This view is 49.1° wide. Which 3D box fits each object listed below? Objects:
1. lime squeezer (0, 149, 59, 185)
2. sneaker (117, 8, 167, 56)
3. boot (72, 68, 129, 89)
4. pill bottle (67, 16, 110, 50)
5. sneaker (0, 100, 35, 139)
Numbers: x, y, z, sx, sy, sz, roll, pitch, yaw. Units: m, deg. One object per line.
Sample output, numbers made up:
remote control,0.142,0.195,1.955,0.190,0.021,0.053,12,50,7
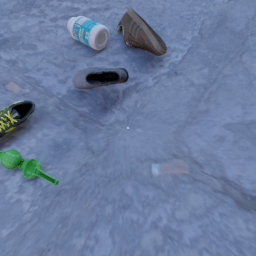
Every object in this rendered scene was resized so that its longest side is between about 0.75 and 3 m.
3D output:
lime squeezer,-2.857,0.903,7.060,2.831,1.000,0.534,22,94,12
sneaker,0.464,-3.344,10.490,1.084,1.011,2.871,-46,47,22
boot,-1.022,-1.536,8.489,1.945,0.679,1.280,-8,10,18
pill bottle,-1.566,-3.690,10.711,1.654,0.916,0.916,33,59,27
sneaker,-3.449,-0.229,7.803,0.750,0.852,2.015,53,54,-15
